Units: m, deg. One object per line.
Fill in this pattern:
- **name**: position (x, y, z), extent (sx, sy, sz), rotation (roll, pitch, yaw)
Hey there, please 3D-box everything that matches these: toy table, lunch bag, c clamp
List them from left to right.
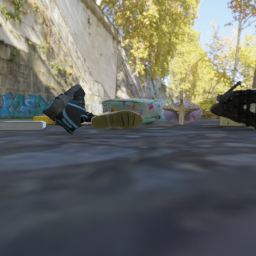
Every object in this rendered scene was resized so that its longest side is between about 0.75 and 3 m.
- **lunch bag**: position (0.338, -0.754, 11.947), extent (2.556, 0.985, 2.050), rotation (6, 8, 35)
- **toy table**: position (2.048, -0.668, 10.714), extent (1.463, 1.345, 0.857), rotation (-11, -18, 14)
- **c clamp**: position (3.315, -0.443, 7.375), extent (2.479, 0.336, 2.118), rotation (13, -14, -12)

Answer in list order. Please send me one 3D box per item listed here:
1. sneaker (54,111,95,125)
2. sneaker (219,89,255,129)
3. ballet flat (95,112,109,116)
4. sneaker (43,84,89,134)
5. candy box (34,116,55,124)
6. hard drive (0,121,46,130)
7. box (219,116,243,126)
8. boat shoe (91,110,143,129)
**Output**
- **sneaker**: position (-1.759, -0.537, 10.319), extent (1.916, 0.862, 0.670), rotation (0, 2, -5)
- **sneaker**: position (3.226, -0.356, 6.404), extent (2.630, 0.874, 1.190), rotation (3, -1, -6)
- **ballet flat**: position (-0.511, -0.330, 9.896), extent (1.432, 0.515, 0.515), rotation (0, 2, -16)
- **sneaker**: position (-1.022, -0.342, 5.078), extent (0.570, 0.638, 1.557), rotation (-39, 13, 17)
- **candy box**: position (-2.332, -0.311, 11.254), extent (2.599, 0.343, 1.329), rotation (0, 0, -8)
- **hard drive**: position (-2.582, -0.074, 6.986), extent (0.964, 0.192, 1.462), rotation (-1, 2, -14)
- **box**: position (4.113, -0.536, 9.542), extent (1.895, 0.916, 1.667), rotation (1, 2, 20)
- **boat shoe**: position (-0.284, -0.217, 6.990), extent (1.265, 0.473, 0.433), rotation (-1, 8, -9)
